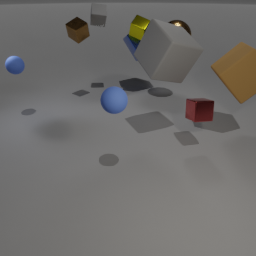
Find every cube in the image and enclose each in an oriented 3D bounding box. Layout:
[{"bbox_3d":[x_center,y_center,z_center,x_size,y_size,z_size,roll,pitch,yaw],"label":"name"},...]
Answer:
[{"bbox_3d":[-2.194,-4.276,12.241,0.700,0.700,0.700,38,66,22],"label":"cube"},{"bbox_3d":[0.524,-4.610,12.870,0.700,0.700,0.700,26,62,5],"label":"cube"},{"bbox_3d":[1.300,-2.503,9.257,1.400,1.400,1.400,0,46,-35],"label":"cube"},{"bbox_3d":[2.443,-0.624,9.583,0.700,0.700,0.700,-4,15,-15],"label":"cube"},{"bbox_3d":[-1.366,-5.222,12.962,0.700,0.700,0.700,3,64,-11],"label":"cube"},{"bbox_3d":[0.764,-4.415,14.339,1.400,1.400,1.400,-34,14,-2],"label":"cube"},{"bbox_3d":[4.078,-2.004,10.079,1.400,1.400,1.400,-39,18,19],"label":"cube"}]

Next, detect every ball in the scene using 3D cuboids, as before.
[{"bbox_3d":[-4.393,-2.441,10.894,0.700,0.700,0.700,0,28,0],"label":"ball"},{"bbox_3d":[-0.356,-0.709,7.179,0.700,0.700,0.700,0,28,0],"label":"ball"},{"bbox_3d":[2.153,-4.140,12.647,1.400,1.400,1.400,0,28,0],"label":"ball"}]
